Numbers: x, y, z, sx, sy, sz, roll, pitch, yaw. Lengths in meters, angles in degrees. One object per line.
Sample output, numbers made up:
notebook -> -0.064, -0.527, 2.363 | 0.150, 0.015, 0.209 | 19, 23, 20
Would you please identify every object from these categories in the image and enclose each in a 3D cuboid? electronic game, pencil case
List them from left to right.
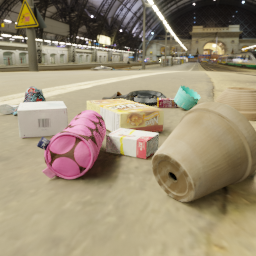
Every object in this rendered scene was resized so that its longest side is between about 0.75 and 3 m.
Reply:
pencil case -> -1.260, 0.317, 7.046 | 1.194, 1.232, 2.631 | 40, 13, -5
electronic game -> 0.987, -1.701, 15.809 | 2.358, 0.491, 2.358 | -1, 21, 0

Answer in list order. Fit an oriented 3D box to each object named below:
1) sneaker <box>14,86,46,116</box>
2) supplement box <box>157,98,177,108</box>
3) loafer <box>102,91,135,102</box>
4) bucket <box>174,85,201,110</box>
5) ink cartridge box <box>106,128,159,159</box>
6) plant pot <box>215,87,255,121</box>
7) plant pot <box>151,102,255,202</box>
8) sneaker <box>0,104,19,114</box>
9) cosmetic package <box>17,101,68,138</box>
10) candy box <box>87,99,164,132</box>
sneaker -> -4.392, -1.208, 12.445 | 1.032, 1.243, 2.602 | -1, 15, -2
supplement box -> 2.009, -1.285, 14.356 | 1.013, 0.434, 0.559 | 2, 15, 6
loafer -> -0.517, -1.592, 14.936 | 2.034, 0.735, 0.740 | 7, 17, 28
bucket -> 2.860, -1.453, 13.618 | 1.171, 0.762, 1.171 | 22, 29, -13
ink cartridge box -> 0.119, 0.396, 7.725 | 1.235, 0.515, 0.896 | 7, 16, 26
plant pot -> 5.021, -1.171, 12.470 | 2.572, 1.187, 2.572 | 1, 15, 0
plant pot -> 1.329, 0.570, 5.306 | 1.511, 1.741, 1.741 | -30, 29, -32
sneaker -> -5.421, -0.857, 12.903 | 1.266, 0.476, 0.560 | -4, 2, -40
cosmetic package -> -2.957, -0.358, 9.776 | 1.557, 0.960, 1.562 | -4, 14, -17
candy box -> -0.223, -0.482, 10.458 | 1.720, 0.824, 2.980 | -7, 15, -28
